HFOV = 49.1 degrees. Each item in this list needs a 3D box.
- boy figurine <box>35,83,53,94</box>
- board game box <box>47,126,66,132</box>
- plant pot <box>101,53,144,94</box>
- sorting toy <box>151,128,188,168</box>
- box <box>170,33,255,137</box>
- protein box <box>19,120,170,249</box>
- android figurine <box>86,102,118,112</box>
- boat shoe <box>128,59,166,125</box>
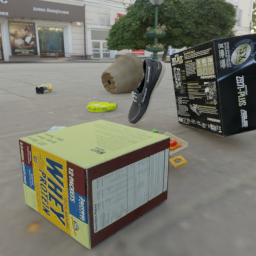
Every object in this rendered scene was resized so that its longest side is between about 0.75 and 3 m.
[{"bbox_3d":[-4.119,-1.956,13.838,0.765,0.396,1.231,-1,14,9],"label":"boy figurine"},{"bbox_3d":[-1.240,0.324,5.725,1.092,0.339,1.446,2,16,5],"label":"board game box"},{"bbox_3d":[-0.332,-2.494,13.587,1.669,1.924,1.924,-31,31,-33],"label":"plant pot"},{"bbox_3d":[0.617,0.300,5.022,0.703,0.170,1.248,-26,33,-23],"label":"sorting toy"},{"bbox_3d":[2.002,-0.996,6.710,1.035,1.969,2.405,-11,9,-11],"label":"box"},{"bbox_3d":[-0.422,0.566,3.702,1.388,0.944,1.399,14,21,41],"label":"protein box"},{"bbox_3d":[-0.932,-0.750,9.812,1.041,0.235,1.143,14,19,40],"label":"android figurine"},{"bbox_3d":[0.321,-0.947,7.374,0.585,1.866,0.678,11,26,-30],"label":"boat shoe"}]
